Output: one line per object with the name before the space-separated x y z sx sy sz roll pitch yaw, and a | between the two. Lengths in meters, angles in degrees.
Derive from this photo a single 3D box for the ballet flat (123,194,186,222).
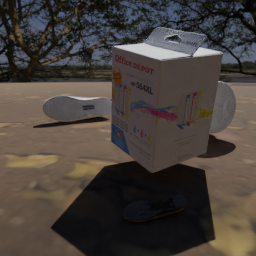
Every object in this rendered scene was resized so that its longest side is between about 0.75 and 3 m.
ballet flat | 0.338 1.010 3.466 0.821 0.190 0.277 -10 44 -17

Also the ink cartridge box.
ink cartridge box | 0.591 -0.601 4.971 1.349 2.155 1.385 -15 29 -31

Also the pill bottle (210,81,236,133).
pill bottle | 1.588 -0.794 8.316 1.766 1.766 2.953 -6 13 -27

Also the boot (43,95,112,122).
boot | -1.945 -0.692 10.461 2.618 0.952 1.183 -2 -1 -30
